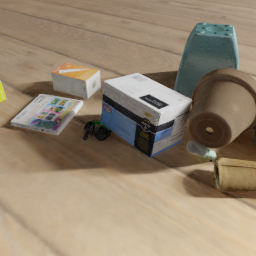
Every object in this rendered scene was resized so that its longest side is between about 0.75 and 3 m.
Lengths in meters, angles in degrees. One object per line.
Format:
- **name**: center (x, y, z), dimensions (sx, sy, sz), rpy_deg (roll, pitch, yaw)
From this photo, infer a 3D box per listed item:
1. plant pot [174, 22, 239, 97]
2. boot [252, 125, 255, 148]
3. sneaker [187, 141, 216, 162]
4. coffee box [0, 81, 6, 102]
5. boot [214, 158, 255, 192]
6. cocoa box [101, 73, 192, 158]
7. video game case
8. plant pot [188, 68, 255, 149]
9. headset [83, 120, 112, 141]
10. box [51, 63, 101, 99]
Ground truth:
- **plant pot**: center (3.629, -3.130, 12.551), dimensions (2.664, 2.721, 2.671), rpy_deg (9, 38, 12)
- **boot**: center (4.222, -0.357, 10.376), dimensions (2.767, 1.004, 2.516), rpy_deg (37, 36, 29)
- **sneaker**: center (2.484, 0.791, 9.493), dimensions (0.652, 0.407, 1.106), rpy_deg (23, 6, -28)
- **coffee box**: center (-5.950, -1.568, 11.994), dimensions (0.905, 0.914, 0.915), rpy_deg (26, 45, 29)
- **boot**: center (3.878, 1.136, 8.646), dimensions (2.369, 0.783, 2.075), rpy_deg (4, 38, 7)
- **cocoa box**: center (0.541, -0.544, 9.843), dimensions (1.782, 1.753, 2.672), rpy_deg (-22, 42, -39)
- **video game case**: center (-3.201, -0.616, 11.313), dimensions (2.027, 0.264, 2.227), rpy_deg (11, 38, 13)
- **plant pot**: center (3.039, -0.479, 9.315), dimensions (2.452, 2.452, 2.139), rpy_deg (21, 42, 25)
- **headset**: center (-1.150, 0.028, 10.039), dimensions (0.954, 0.726, 1.545), rpy_deg (22, 29, 15)
- **box**: center (-2.360, -2.189, 12.789), dimensions (1.885, 0.919, 1.173), rpy_deg (16, 41, 20)
